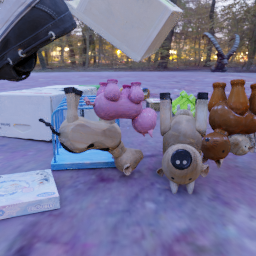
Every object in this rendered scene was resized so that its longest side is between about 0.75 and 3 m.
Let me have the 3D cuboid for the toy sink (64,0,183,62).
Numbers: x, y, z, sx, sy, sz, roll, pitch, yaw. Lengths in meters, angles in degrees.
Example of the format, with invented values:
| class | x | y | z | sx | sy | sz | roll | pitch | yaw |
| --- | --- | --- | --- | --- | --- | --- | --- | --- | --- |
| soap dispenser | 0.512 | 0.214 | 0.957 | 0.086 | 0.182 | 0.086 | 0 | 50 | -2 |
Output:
| class | x | y | z | sx | sy | sz | roll | pitch | yaw |
| --- | --- | --- | --- | --- | --- | --- | --- | --- | --- |
| toy sink | -0.162 | -2.911 | 6.484 | 2.504 | 1.403 | 1.632 | 38 | 28 | 3 |

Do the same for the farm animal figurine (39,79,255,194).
| class | x | y | z | sx | sy | sz | roll | pitch | yaw |
| --- | --- | --- | --- | --- | --- | --- | --- | --- | --- |
| farm animal figurine | 0.593 | 0.180 | 4.269 | 2.799 | 1.459 | 2.768 | 2 | 0 | 29 |

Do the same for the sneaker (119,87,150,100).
| class | x | y | z | sx | sy | sz | roll | pitch | yaw |
| --- | --- | --- | --- | --- | --- | --- | --- | --- | --- |
| sneaker | 0.150 | -1.493 | 12.803 | 1.828 | 0.688 | 0.806 | -2 | 1 | -41 |

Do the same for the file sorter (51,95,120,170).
| class | x | y | z | sx | sy | sz | roll | pitch | yaw |
| --- | --- | --- | --- | --- | --- | --- | --- | --- | --- |
| file sorter | -0.792 | -0.014 | 5.474 | 1.214 | 1.073 | 1.749 | -1 | 13 | -7 |

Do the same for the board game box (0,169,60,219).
| class | x | y | z | sx | sy | sz | roll | pitch | yaw |
| --- | --- | --- | --- | --- | --- | --- | --- | --- | --- |
| board game box | -1.433 | 0.852 | 3.705 | 0.922 | 0.200 | 0.918 | -5 | 14 | -20 |

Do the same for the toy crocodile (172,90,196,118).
| class | x | y | z | sx | sy | sz | roll | pitch | yaw |
| --- | --- | --- | --- | --- | --- | --- | --- | --- | --- |
| toy crocodile | 1.825 | -0.636 | 8.978 | 0.800 | 0.732 | 2.371 | -40 | 13 | 8 |

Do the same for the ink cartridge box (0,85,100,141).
| class | x | y | z | sx | sy | sz | roll | pitch | yaw |
| --- | --- | --- | --- | --- | --- | --- | --- | --- | --- |
| ink cartridge box | -1.941 | -0.532 | 7.515 | 1.885 | 1.068 | 2.572 | 4 | 14 | 23 |

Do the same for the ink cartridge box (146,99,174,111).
| class | x | y | z | sx | sy | sz | roll | pitch | yaw |
| --- | --- | --- | --- | --- | --- | --- | --- | --- | --- |
| ink cartridge box | 1.218 | -0.871 | 10.526 | 0.986 | 0.370 | 0.812 | -3 | 15 | -7 |

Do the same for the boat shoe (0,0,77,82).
| class | x | y | z | sx | sy | sz | roll | pitch | yaw |
| --- | --- | --- | --- | --- | --- | --- | --- | --- | --- |
| boat shoe | -1.027 | -0.643 | 2.465 | 1.564 | 0.443 | 0.537 | -25 | 21 | 42 |
